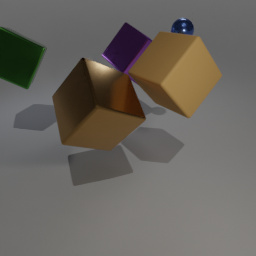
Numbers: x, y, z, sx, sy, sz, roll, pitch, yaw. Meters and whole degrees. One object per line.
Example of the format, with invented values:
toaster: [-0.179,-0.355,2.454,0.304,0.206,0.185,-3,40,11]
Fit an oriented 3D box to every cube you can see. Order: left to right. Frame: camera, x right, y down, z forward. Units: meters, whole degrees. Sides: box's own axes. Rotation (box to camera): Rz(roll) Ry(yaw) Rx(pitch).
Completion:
cube: [-3.546,-2.244,8.948,1.400,1.400,1.400,23,11,-19]
cube: [-0.703,-0.469,6.427,1.400,1.400,1.400,12,48,-42]
cube: [0.256,-2.468,9.656,1.400,1.400,1.400,24,19,-50]
cube: [1.161,-1.344,6.969,1.400,1.400,1.400,-52,40,-4]

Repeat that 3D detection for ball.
ball: [1.660,-2.985,8.548,0.700,0.700,0.700,0,31,0]
